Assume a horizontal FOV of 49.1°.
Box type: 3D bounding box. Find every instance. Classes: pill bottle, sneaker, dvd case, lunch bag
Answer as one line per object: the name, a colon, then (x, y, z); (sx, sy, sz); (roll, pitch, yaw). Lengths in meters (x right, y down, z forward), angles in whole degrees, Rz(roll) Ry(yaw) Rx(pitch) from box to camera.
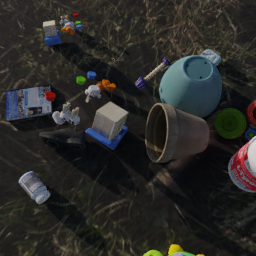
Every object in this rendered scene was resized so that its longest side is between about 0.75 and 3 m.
pill bottle: (4.439, 1.060, 9.036); (1.571, 2.798, 1.571); (0, 66, 0)
sneaker: (-2.438, 0.337, 10.618); (1.778, 0.675, 0.807); (10, 57, -3)
dvd case: (-4.019, -1.057, 11.413); (1.907, 0.167, 1.360); (-9, 66, -4)
pill bottle: (-3.248, 2.090, 9.787); (0.607, 0.607, 1.066); (-42, 72, -16)
lunch bag: (3.575, -3.047, 12.196); (0.682, 0.328, 0.850); (-41, 72, -16)

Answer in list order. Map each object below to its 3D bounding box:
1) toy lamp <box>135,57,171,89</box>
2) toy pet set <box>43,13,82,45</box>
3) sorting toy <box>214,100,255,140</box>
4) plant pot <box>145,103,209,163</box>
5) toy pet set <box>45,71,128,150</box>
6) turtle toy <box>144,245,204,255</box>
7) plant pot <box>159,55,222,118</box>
toy lamp: (0.770, -1.702, 8.833); (1.253, 0.365, 0.365); (-37, 70, 10)
toy pet set: (-2.835, -4.175, 12.329); (1.683, 0.957, 1.802); (-12, 40, -5)
sorting toy: (4.518, -0.266, 10.549); (2.285, 0.938, 1.373); (-18, 87, 30)
plant pot: (1.807, 0.224, 10.004); (1.814, 2.091, 2.091); (5, 65, -15)
toy pet set: (-1.327, -0.523, 10.665); (2.721, 1.547, 2.914); (32, 38, 14)
turtle toy: (1.477, 4.433, 8.451); (2.296, 1.161, 1.673); (19, 68, 8)
plant pot: (2.554, -1.838, 10.929); (2.510, 1.690, 2.510); (0, 66, 0)
